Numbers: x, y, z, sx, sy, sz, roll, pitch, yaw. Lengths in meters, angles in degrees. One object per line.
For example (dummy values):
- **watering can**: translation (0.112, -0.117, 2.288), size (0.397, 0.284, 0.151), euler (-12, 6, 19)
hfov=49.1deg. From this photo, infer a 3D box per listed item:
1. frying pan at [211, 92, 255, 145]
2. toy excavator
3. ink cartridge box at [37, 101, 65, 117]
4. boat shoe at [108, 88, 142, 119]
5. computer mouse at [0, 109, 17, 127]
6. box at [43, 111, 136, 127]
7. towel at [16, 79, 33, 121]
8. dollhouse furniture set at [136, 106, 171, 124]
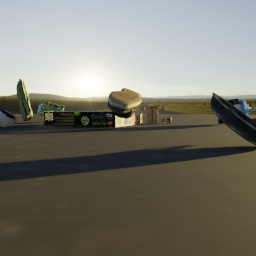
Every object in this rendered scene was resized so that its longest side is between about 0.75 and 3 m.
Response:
- **frying pan**: translation (1.730, -0.173, 4.341), size (1.118, 0.301, 1.848), euler (40, 19, 9)
- **toy excavator**: translation (4.297, -0.675, 10.422), size (1.604, 0.801, 1.560), euler (-5, -6, -42)
- **ink cartridge box**: translation (-3.303, -0.719, 11.964), size (0.915, 0.523, 1.763), euler (16, -7, -23)
- **boat shoe**: translation (-0.103, -0.648, 8.103), size (0.866, 0.780, 2.408), euler (19, 15, 2)
- **computer mouse**: translation (-4.002, -0.406, 8.278), size (0.850, 0.340, 1.550), euler (-36, -43, 20)
- **box**: translation (-1.305, -0.339, 9.672), size (2.835, 0.492, 1.560), euler (2, 4, 27)
- **towel**: translation (-3.210, -0.800, 8.699), size (0.288, 1.169, 1.576), euler (-13, -2, -23)
- **dollhouse furniture set**: translation (1.062, -0.535, 11.333), size (1.374, 0.712, 0.608), euler (1, 5, 10)
